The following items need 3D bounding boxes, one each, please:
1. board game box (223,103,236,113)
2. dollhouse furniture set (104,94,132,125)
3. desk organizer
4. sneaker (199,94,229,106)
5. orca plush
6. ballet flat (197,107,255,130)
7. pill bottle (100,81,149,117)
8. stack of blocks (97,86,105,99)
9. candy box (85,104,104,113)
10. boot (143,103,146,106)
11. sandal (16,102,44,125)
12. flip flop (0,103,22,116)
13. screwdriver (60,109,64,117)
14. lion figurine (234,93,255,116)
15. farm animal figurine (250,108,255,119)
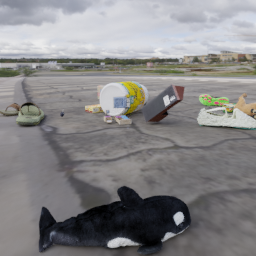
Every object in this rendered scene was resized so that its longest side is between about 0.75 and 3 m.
[{"bbox_3d":[5.306,-0.806,11.842,2.451,0.287,1.284,4,12,17],"label":"board game box"},{"bbox_3d":[-0.304,-0.652,9.429,0.893,0.946,0.617,-4,18,-21],"label":"dollhouse furniture set"},{"bbox_3d":[1.190,-0.756,9.084,0.603,0.562,1.567,0,-25,-39],"label":"desk organizer"},{"bbox_3d":[4.201,-1.319,13.730,1.425,0.547,0.597,14,7,20],"label":"sneaker"},{"bbox_3d":[-0.128,0.931,3.309,1.812,0.644,0.953,1,13,3],"label":"orca plush"},{"bbox_3d":[3.190,-0.324,8.907,1.936,0.695,0.695,4,13,15],"label":"ballet flat"},{"bbox_3d":[-0.042,-1.245,11.450,1.292,1.292,2.291,7,13,27],"label":"pill bottle"},{"bbox_3d":[-1.099,-2.047,16.182,1.304,0.751,0.382,5,14,19],"label":"stack of blocks"},{"bbox_3d":[-1.263,-0.837,11.941,0.969,0.268,0.559,-11,17,-39],"label":"candy box"},{"bbox_3d":[-0.450,-1.355,13.384,2.429,0.848,1.599,4,5,-36],"label":"boot"},{"bbox_3d":[-3.452,-0.576,9.930,0.903,0.649,2.273,-4,13,-17],"label":"sandal"},{"bbox_3d":[-4.394,-0.776,11.228,1.619,0.466,0.656,-6,14,-26],"label":"flip flop"},{"bbox_3d":[-2.476,-0.597,10.705,0.158,0.151,1.085,29,10,-12],"label":"screwdriver"},{"bbox_3d":[4.741,-0.750,10.622,1.390,0.822,2.270,-36,11,-19],"label":"lion figurine"},{"bbox_3d":[5.309,-0.756,8.642,2.426,2.453,1.279,32,5,-32],"label":"farm animal figurine"}]
